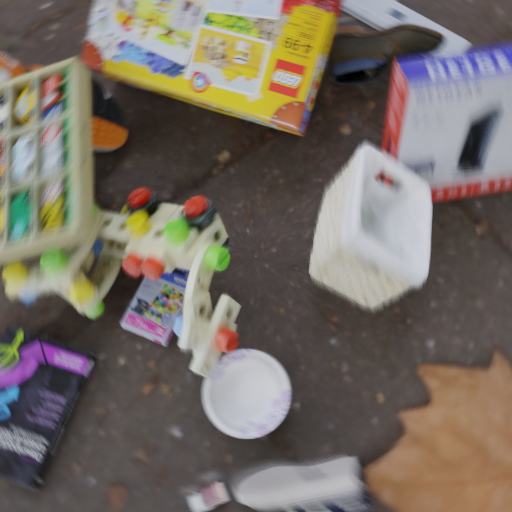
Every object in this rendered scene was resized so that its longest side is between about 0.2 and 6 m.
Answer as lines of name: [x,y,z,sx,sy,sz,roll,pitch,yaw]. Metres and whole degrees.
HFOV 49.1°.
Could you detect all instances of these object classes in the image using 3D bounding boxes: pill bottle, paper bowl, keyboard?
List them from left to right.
pill bottle: [-0.724,3.670,8.469,0.505,0.288,0.288,-22,69,-10]
paper bowl: [-0.171,2.154,8.806,1.337,0.695,1.337,1,78,-6]
keyboard: [3.017,-5.187,12.285,3.316,0.177,0.933,37,67,14]

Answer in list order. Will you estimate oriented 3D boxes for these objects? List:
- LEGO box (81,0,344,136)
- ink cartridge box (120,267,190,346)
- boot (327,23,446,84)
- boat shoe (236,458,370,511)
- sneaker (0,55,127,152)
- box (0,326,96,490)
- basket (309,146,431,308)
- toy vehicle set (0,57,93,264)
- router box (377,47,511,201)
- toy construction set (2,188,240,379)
LEGO box: [-0.687,-4.354,10.406,4.181,1.613,3.113,18,100,7]
ink cartridge box: [-1.647,0.746,9.711,0.843,0.297,1.413,21,67,8]
boot: [2.622,-4.042,11.497,2.378,0.888,1.153,6,78,12]
boat shoe: [0.739,3.645,8.251,1.985,0.741,0.920,-15,101,19]
sneaker: [-4.230,-2.884,10.734,3.547,1.632,1.343,21,77,-17]
box: [-3.750,2.373,8.959,1.562,0.394,2.185,16,69,7]
basket: [1.839,-0.436,9.123,1.474,1.341,2.174,29,48,-14]
toy vehicle set: [-3.524,-1.501,8.830,1.909,0.407,3.072,-14,69,15]
router box: [3.688,-2.171,9.633,2.893,2.596,0.707,-9,50,-3]
toy construction set: [-1.809,0.230,8.792,3.823,1.761,2.506,21,57,20]
